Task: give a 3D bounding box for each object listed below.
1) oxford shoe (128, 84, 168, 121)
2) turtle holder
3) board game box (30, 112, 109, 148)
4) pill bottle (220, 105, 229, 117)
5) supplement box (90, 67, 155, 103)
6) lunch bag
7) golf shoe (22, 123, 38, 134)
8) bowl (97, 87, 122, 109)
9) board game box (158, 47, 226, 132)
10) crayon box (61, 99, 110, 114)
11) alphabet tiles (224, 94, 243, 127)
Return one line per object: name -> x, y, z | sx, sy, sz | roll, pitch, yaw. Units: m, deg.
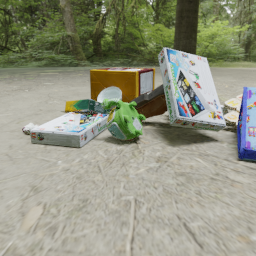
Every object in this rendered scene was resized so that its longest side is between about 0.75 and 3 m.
oxford shoe -> 1.355, -1.057, 10.479 | 2.727, 0.972, 0.973 | -25, 21, 22
turtle holder -> -0.211, -0.225, 8.653 | 1.010, 1.081, 1.423 | -21, -35, 31
board game box -> -1.789, -0.025, 9.413 | 1.663, 0.456, 2.634 | 5, 16, 16
pill bottle -> 3.402, -0.659, 11.229 | 0.716, 0.716, 1.275 | -3, 15, -10
supplement box -> -0.220, -2.259, 14.986 | 2.632, 1.772, 2.669 | 7, 17, 25
lunch bag -> 4.205, 0.088, 7.636 | 2.170, 1.356, 2.883 | 8, 33, 18
golf shoe -> -3.220, 0.087, 9.375 | 0.436, 0.359, 0.953 | -27, 23, -34
bowl -> -0.804, -1.334, 13.502 | 1.253, 0.563, 1.253 | -12, 53, 16
board game box -> 2.013, -1.270, 9.041 | 1.759, 2.786, 0.482 | 8, -31, -21
crayon box -> -1.682, -0.770, 10.983 | 1.734, 0.447, 1.090 | 0, -9, 42
alphabet tiles -> 4.855, -0.496, 9.894 | 2.673, 0.199, 2.733 | -22, 40, -25
